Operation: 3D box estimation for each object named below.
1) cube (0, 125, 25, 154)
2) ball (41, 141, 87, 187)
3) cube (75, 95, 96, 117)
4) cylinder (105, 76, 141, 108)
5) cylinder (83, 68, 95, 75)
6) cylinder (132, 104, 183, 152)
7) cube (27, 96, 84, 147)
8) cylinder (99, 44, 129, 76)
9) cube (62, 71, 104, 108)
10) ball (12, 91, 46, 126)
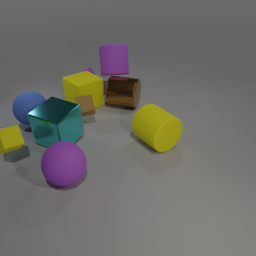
[{"bbox_3d":[-4.064,0.395,9.542,0.700,0.700,0.700,-17,-7,-41],"label":"cube"},{"bbox_3d":[-1.997,1.117,8.756,1.400,1.400,1.400,0,32,0],"label":"ball"},{"bbox_3d":[-1.800,-0.936,11.918,0.700,0.700,0.700,-12,-10,-7],"label":"cube"},{"bbox_3d":[-0.208,-1.733,13.436,1.400,1.400,1.400,9,33,13],"label":"cylinder"},{"bbox_3d":[-2.180,-2.911,15.806,0.700,0.700,0.700,-28,83,-37],"label":"cylinder"},{"bbox_3d":[1.090,-0.018,10.595,1.400,1.400,1.400,-20,38,-29],"label":"cylinder"},{"bbox_3d":[-2.693,-0.149,10.689,1.400,1.400,1.400,17,42,22],"label":"cube"},{"bbox_3d":[-0.686,-3.335,13.848,1.400,1.400,1.400,-3,10,1],"label":"cylinder"},{"bbox_3d":[-2.128,-1.758,13.469,1.400,1.400,1.400,-24,39,-34],"label":"cube"},{"bbox_3d":[-3.960,-0.797,11.421,1.400,1.400,1.400,0,32,0],"label":"ball"}]
